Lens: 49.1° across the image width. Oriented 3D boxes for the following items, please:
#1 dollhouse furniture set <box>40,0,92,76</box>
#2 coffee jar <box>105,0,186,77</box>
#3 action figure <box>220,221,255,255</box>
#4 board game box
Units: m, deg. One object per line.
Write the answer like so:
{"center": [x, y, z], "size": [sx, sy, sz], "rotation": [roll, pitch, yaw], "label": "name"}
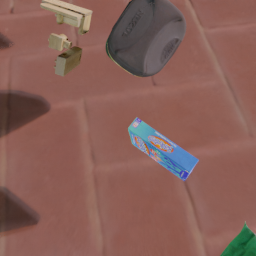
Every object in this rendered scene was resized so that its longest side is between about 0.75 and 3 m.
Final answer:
{"center": [-1.478, -1.926, 5.860], "size": [0.952, 1.169, 1.111], "rotation": [20, 32, 4], "label": "dollhouse furniture set"}
{"center": [0.255, -2.003, 6.287], "size": [1.250, 2.930, 1.528], "rotation": [33, 100, -13], "label": "coffee jar"}
{"center": [1.262, 1.792, 3.510], "size": [0.311, 0.671, 1.136], "rotation": [38, 104, -11], "label": "action figure"}
{"center": [0.657, 0.447, 5.469], "size": [1.371, 1.043, 0.308], "rotation": [36, 78, 17], "label": "board game box"}
